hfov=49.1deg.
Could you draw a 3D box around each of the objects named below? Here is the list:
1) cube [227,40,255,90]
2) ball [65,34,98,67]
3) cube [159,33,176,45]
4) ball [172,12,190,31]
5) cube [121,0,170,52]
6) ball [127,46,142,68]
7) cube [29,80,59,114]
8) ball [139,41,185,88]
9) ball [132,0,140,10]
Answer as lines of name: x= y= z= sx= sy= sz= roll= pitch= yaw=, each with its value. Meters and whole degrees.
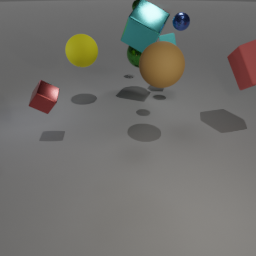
cube: x=4.566 y=-2.286 z=9.829 sx=1.400 sy=1.400 sz=1.400 roll=-20 pitch=-1 yaw=4
ball: x=-2.005 y=-3.354 z=12.178 sx=1.400 sy=1.400 sz=1.400 roll=0 pitch=28 yaw=0
cube: x=1.936 y=-4.159 z=13.568 sx=0.700 sy=0.700 sz=0.700 roll=-8 pitch=13 yaw=16
ball: x=2.134 y=-4.260 z=11.226 sx=0.700 sy=0.700 sz=0.700 roll=0 pitch=28 yaw=0
cube: x=0.716 y=-4.283 z=11.951 sx=1.400 sy=1.400 sz=1.400 roll=28 pitch=60 yaw=-2
ball: x=0.639 y=-3.635 z=13.635 sx=1.400 sy=1.400 sz=1.400 roll=0 pitch=28 yaw=0
cube: x=-2.806 y=-1.032 z=9.381 sx=0.700 sy=0.700 sz=0.700 roll=25 pitch=43 yaw=-28
ball: x=1.035 y=-1.935 z=8.591 sx=1.400 sy=1.400 sz=1.400 roll=0 pitch=28 yaw=0
ball: x=0.549 y=-6.132 z=14.146 sx=0.700 sy=0.700 sz=0.700 roll=0 pitch=28 yaw=0
